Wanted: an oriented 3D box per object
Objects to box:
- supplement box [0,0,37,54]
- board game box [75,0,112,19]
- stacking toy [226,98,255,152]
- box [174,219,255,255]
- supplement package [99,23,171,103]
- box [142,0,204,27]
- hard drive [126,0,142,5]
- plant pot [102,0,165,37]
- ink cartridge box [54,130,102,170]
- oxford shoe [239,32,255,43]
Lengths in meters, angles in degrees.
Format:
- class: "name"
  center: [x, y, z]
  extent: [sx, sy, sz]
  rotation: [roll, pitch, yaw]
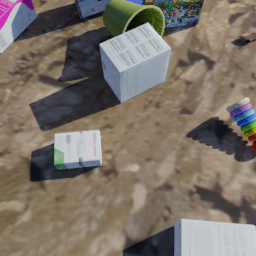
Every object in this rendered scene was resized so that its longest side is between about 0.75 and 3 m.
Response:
- class: "supplement box"
  center: [-4.577, -3.998, 10.185]
  extent: [1.191, 1.166, 2.305]
  rotation: [28, 67, 13]
- class: "board game box"
  center: [-1.309, -5.392, 10.261]
  extent: [1.694, 2.125, 1.029]
  rotation: [-18, 65, -2]
- class: "stacking toy"
  center: [3.672, -0.030, 8.407]
  extent: [0.725, 0.725, 1.699]
  rotation: [-27, 85, -13]
- class: "box"
  center: [2.078, 3.038, 6.784]
  extent: [1.798, 0.956, 1.369]
  rotation: [5, 64, 2]
- class: "supplement package"
  center: [0.204, -2.043, 8.925]
  extent: [1.746, 1.670, 1.284]
  rotation: [-28, 67, -13]
- class: "box"
  center: [1.586, -4.379, 10.206]
  extent: [2.167, 1.480, 0.408]
  rotation: [-5, 64, -2]
- class: "hard drive"
  center: [0.432, -5.515, 11.480]
  extent: [1.083, 0.208, 1.641]
  rotation: [20, 66, 10]
- class: "plant pot"
  center: [0.014, -3.675, 9.863]
  extent: [1.855, 1.855, 1.762]
  rotation: [-35, 57, -16]
- class: "ink cartridge box"
  center: [-1.447, 0.640, 8.207]
  extent: [1.328, 0.560, 0.970]
  rotation: [-4, 64, -2]
- class: "oxford shoe"
  center: [4.580, -3.335, 10.387]
  extent: [0.880, 0.314, 0.321]
  rotation: [-10, 81, 2]
